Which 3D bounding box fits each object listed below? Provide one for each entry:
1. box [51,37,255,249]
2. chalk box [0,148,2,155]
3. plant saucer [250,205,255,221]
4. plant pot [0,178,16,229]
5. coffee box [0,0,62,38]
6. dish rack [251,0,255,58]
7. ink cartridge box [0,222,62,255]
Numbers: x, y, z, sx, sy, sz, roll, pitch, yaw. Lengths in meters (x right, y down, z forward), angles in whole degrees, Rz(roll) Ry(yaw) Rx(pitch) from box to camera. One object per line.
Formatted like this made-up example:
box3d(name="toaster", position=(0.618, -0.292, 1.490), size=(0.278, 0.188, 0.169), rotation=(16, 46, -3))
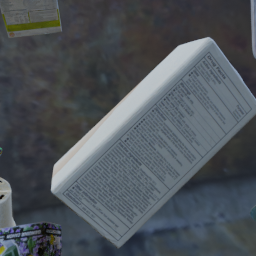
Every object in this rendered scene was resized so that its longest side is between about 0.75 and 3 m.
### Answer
box3d(name="box", position=(0.349, 0.152, 4.132), size=(2.815, 1.094, 1.337), rotation=(-43, 107, -2))
box3d(name="chalk box", position=(-2.917, 0.477, 4.336), size=(1.141, 1.842, 1.146), rotation=(31, 84, 8))
box3d(name="plant saucer", position=(3.296, 1.480, 5.131), size=(1.987, 1.987, 0.272), rotation=(-6, 53, -1))
box3d(name="plant pot", position=(-2.933, 1.722, 5.733), size=(1.374, 1.374, 1.258), rotation=(21, 115, 3))
box3d(name="coffee box", position=(-1.892, -2.476, 5.355), size=(1.018, 1.007, 1.016), rotation=(-11, 49, -12))
box3d(name="dish rack", position=(3.085, -2.293, 5.012), size=(1.990, 0.505, 2.319), rotation=(-6, 99, -4))
box3d(name="ink cartridge box", position=(-1.796, 2.949, 4.271), size=(1.474, 0.681, 2.706), rotation=(-11, 65, 7))
